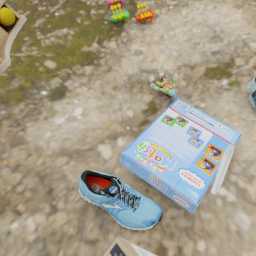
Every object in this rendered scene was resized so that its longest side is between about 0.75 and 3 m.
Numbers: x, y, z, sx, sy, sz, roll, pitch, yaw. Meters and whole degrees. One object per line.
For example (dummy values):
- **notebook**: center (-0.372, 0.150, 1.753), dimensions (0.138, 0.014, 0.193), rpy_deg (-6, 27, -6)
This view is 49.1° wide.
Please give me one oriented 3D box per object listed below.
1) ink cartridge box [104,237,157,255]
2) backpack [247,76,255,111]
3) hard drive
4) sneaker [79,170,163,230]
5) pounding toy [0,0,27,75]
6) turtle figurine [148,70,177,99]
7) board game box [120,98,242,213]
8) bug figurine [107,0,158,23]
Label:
- **ink cartridge box**: center (0.466, 2.079, 3.316), dimensions (0.559, 1.487, 1.225), rpy_deg (-53, 35, -5)
- **backpack**: center (4.341, -1.113, 8.791), dimensions (1.012, 0.882, 1.151), rpy_deg (-9, 69, -8)
- **hard drive**: center (1.691, 0.734, 4.988), dimensions (0.104, 0.792, 0.522), rpy_deg (22, 26, 25)
- **sneaker**: center (-0.262, 1.735, 6.892), dimensions (2.329, 1.047, 0.913), rpy_deg (21, 60, 13)
- **pounding toy**: center (-3.275, -1.905, 5.867), dimensions (1.447, 1.452, 2.531), rpy_deg (-3, 58, 36)
- **turtle figurine**: center (1.117, -1.573, 9.022), dimensions (0.838, 1.165, 1.129), rpy_deg (-51, 40, 12)
- **board game box**: center (1.519, 0.535, 7.618), dimensions (2.195, 0.531, 2.902), rpy_deg (33, 50, 19)
- **bug figurine**: center (0.097, -5.042, 11.449), dimensions (1.871, 0.621, 2.412), rpy_deg (-13, 63, -1)
